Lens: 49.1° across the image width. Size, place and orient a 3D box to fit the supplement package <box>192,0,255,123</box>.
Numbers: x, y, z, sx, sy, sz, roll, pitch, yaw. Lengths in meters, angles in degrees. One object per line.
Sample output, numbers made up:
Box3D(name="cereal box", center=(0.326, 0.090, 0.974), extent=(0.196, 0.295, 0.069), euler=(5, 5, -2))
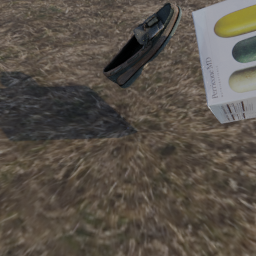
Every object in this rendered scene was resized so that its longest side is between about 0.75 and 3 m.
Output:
Box3D(name="supplement package", center=(2.570, -1.251, 4.941), extent=(2.325, 1.752, 1.765), euler=(-11, 77, 23))

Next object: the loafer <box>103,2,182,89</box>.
Box3D(name="loafer", center=(0.264, -1.861, 6.338), extent=(0.712, 2.264, 0.814), euler=(20, 34, -32))
